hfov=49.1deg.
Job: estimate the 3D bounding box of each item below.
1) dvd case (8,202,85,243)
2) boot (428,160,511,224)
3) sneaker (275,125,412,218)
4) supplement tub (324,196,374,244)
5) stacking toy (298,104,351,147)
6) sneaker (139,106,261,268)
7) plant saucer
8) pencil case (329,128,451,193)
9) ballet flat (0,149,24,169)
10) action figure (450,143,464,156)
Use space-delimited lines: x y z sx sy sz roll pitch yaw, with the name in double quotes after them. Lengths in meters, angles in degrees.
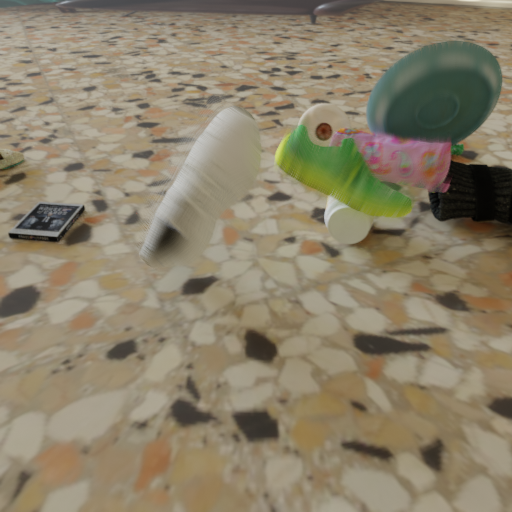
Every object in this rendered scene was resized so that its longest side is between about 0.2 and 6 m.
-4.131 -0.693 11.140 0.996 0.164 1.326 4 33 6 "dvd case"
4.640 -0.943 10.494 2.375 1.195 3.177 7 22 -1 "boot"
1.471 -1.321 8.841 2.353 0.983 0.871 27 8 -1 "sneaker"
1.788 -0.868 10.708 0.913 0.913 1.261 5 33 8 "supplement tub"
1.918 -3.205 14.428 1.347 1.347 1.844 12 16 18 "stacking toy"
-0.863 -0.938 8.798 1.104 2.964 1.291 30 20 5 "sneaker"
3.402 -2.834 10.647 2.569 2.569 0.352 -3 54 -4 "plant saucer"
2.536 -1.821 10.697 2.306 1.008 1.008 17 36 26 "pencil case"
-6.209 -2.270 13.272 0.561 0.519 1.665 17 36 24 "ballet flat"
4.208 -2.967 14.356 2.217 0.606 1.310 21 35 23 "action figure"
